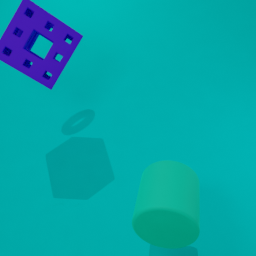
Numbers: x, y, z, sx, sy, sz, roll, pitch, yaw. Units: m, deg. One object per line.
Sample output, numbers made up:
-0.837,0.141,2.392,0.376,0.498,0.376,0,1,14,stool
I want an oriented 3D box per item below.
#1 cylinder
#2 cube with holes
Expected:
0.686,1.304,4.850,1.077,1.077,1.077,11,38,6,cylinder
-1.692,-1.584,5.452,1.143,1.143,1.143,31,95,-18,cube with holes
